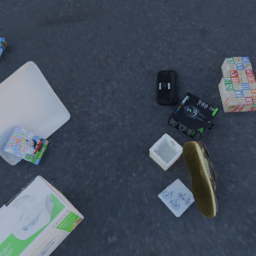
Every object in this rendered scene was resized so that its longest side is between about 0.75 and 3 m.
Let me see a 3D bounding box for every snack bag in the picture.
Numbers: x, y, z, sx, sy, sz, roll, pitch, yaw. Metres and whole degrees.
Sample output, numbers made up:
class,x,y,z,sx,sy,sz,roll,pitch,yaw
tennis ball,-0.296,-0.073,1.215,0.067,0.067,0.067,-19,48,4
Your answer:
class,x,y,z,sx,sy,sz,roll,pitch,yaw
snack bag,1.808,2.499,10.192,1.104,0.118,1.041,-36,70,-25

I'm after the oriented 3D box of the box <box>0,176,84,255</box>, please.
class,x,y,z,sx,sy,sz,roll,pitch,yaw
box,-3.057,3.213,8.569,1.435,2.618,2.967,40,71,16

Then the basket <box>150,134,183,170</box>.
class,x,y,z,sx,sy,sz,roll,pitch,yaw
basket,1.432,0.924,10.576,0.953,0.766,0.944,-43,73,-16

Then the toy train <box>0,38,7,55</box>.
class,x,y,z,sx,sy,sz,roll,pitch,yaw
toy train,-6.014,-3.541,12.650,0.734,0.557,1.284,12,67,-1

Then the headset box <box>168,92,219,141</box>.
class,x,y,z,sx,sy,sz,roll,pitch,yaw
headset box,2.645,-0.411,11.172,1.585,0.735,1.380,34,71,14

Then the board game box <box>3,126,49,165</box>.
class,x,y,z,sx,sy,sz,roll,pitch,yaw
board game box,-3.776,0.659,10.458,1.327,0.243,1.004,31,74,-30

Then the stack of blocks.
class,x,y,z,sx,sy,sz,roll,pitch,yaw
stack of blocks,4.589,-1.852,11.827,1.323,0.673,2.298,-3,67,-1

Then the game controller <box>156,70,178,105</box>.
class,x,y,z,sx,sy,sz,roll,pitch,yaw
game controller,1.681,-1.760,12.029,0.901,0.364,1.726,-3,65,15

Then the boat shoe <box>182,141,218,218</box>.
class,x,y,z,sx,sy,sz,roll,pitch,yaw
boat shoe,2.759,1.753,9.947,0.887,1.002,2.736,-11,87,-30

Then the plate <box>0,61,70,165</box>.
class,x,y,z,sx,sy,sz,roll,pitch,yaw
plate,-3.932,-0.493,10.195,2.981,2.974,0.482,-43,47,-16
